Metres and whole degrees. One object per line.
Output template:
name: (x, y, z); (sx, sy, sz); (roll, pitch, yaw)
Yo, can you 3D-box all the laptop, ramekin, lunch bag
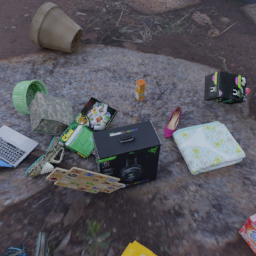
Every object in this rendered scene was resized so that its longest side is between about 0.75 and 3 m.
laptop: (-4.770, 0.550, 10.203); (1.930, 1.194, 2.061); (24, 53, 19)
ramekin: (-4.054, -1.244, 11.599); (0.736, 1.507, 1.507); (4, 48, 19)
lunch bag: (-2.900, -0.478, 11.084); (1.737, 1.021, 1.424); (14, 43, -41)

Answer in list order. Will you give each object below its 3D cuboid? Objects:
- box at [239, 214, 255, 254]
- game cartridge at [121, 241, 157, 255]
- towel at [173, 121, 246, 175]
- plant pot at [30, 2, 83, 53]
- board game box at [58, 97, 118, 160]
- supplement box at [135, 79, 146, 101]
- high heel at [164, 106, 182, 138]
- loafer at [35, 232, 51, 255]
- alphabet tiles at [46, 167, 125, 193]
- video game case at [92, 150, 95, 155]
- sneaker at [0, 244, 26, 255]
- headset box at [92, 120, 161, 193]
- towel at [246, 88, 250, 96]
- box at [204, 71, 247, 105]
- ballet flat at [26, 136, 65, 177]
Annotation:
box: (4.713, 2.832, 8.202); (2.425, 1.158, 1.209); (-20, 52, -17)
game cartridge: (0.414, 4.142, 7.654); (1.695, 0.275, 1.495); (27, 54, 21)
towel: (3.009, 0.672, 10.540); (2.179, 0.525, 1.866); (-13, 49, -11)
plant pot: (-3.570, -4.985, 14.595); (2.035, 2.345, 2.345); (28, 53, 3)
board game box: (-1.498, -0.064, 10.844); (1.279, 0.286, 2.441); (31, 57, 1)
supplement box: (0.544, -1.652, 12.279); (0.325, 0.978, 0.336); (-23, 57, -19)
high heel: (1.794, -0.252, 11.244); (0.476, 0.678, 1.410); (15, 50, 13)
loafer: (-2.349, 3.826, 7.818); (0.544, 0.621, 1.730); (9, 53, -18)
alphabet tiles: (-1.293, 1.639, 8.539); (2.176, 1.811, 0.069); (19, 58, -24)
video game case: (-0.745, 0.694, 10.730); (1.157, 0.146, 1.270); (29, 54, 28)
sneaker: (-3.448, 3.678, 8.063); (0.954, 0.349, 0.391); (-13, 38, -22)
headset box: (-0.051, 0.923, 9.158); (1.968, 2.261, 1.049); (-12, 49, -11)
towel: (4.753, -1.813, 12.964); (1.506, 0.169, 1.089); (34, 57, 26)
box: (4.075, -1.653, 11.744); (1.484, 0.922, 1.102); (7, 83, -22)
ballet flat: (-2.821, 1.118, 10.135); (0.734, 0.661, 1.949); (30, 51, 2)
